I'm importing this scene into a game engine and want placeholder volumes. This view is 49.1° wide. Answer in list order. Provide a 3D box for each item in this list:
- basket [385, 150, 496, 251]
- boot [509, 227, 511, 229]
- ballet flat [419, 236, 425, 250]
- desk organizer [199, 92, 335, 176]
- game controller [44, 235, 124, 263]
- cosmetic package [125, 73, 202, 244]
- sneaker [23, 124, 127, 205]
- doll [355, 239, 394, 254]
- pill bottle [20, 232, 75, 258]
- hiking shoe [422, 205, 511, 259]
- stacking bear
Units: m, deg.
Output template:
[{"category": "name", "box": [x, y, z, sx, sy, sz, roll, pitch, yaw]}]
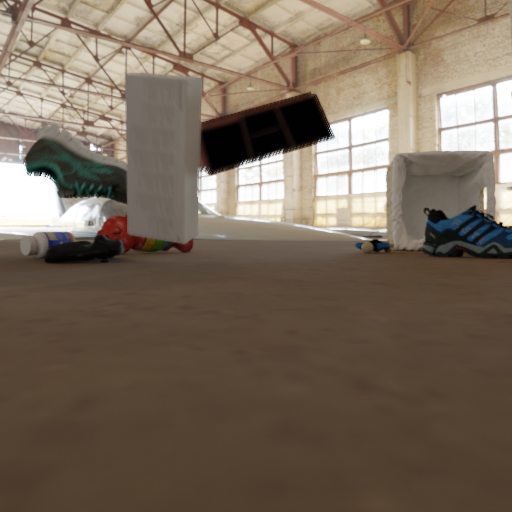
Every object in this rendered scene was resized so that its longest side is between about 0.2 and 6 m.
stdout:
[{"category": "basket", "box": [5.013, -1.438, 15.769, 2.694, 2.669, 2.166, -1, -2, 2]}, {"category": "boot", "box": [5.719, -0.394, 10.889, 1.661, 0.820, 2.140, -1, 1, -38]}, {"category": "ballet flat", "box": [4.155, -0.279, 12.980, 0.638, 0.689, 1.954, -28, -13, 24]}, {"category": "desk organizer", "box": [0.102, -2.318, 10.574, 2.572, 0.922, 0.990, -18, 19, -10]}, {"category": "game controller", "box": [-2.803, -0.070, 9.314, 1.154, 0.466, 2.213, -15, 5, -11]}, {"category": "cosmetic package", "box": [-1.588, -1.678, 9.692, 1.144, 2.773, 0.702, 11, 21, 18]}, {"category": "sneaker", "box": [-3.768, -1.648, 12.315, 2.904, 1.324, 1.126, 27, -33, 1]}, {"category": "doll", "box": [2.861, -0.232, 13.448, 0.936, 0.332, 1.372, 1, 2, 30]}, {"category": "pill bottle", "box": [-3.837, -0.198, 10.324, 0.499, 0.499, 0.890, 2, 4, 39]}, {"category": "hiking shoe", "box": [4.196, -0.454, 10.389, 2.284, 0.990, 0.850, 1, 2, 33]}, {"category": "stacking bear", "box": [-2.622, -0.558, 12.883, 1.252, 1.173, 2.063, 4, 9, 38]}]
